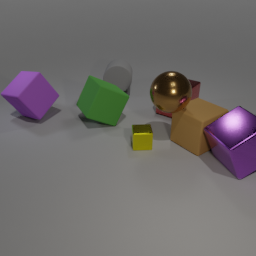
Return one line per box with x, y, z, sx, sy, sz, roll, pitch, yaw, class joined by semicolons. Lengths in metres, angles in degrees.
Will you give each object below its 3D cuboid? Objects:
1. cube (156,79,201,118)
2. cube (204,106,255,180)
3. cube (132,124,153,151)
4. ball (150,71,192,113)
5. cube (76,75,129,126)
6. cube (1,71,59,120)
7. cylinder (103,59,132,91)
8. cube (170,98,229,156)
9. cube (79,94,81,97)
2.201;-1.339;12.355;1.400;1.400;1.400;20;34;31;cube
3.478;0.436;8.743;1.400;1.400;1.400;-32;34;-2;cube
0.502;0.332;10.116;0.700;0.700;0.700;-2;29;-3;cube
1.429;-1.197;9.372;1.400;1.400;1.400;0;29;0;ball
-1.058;-1.119;11.506;1.400;1.400;1.400;17;17;-35;cube
-4.078;-1.386;11.740;1.400;1.400;1.400;12;59;39;cube
-0.486;-2.656;14.157;1.400;1.400;1.400;1;27;2;cylinder
2.536;-0.087;10.127;1.400;1.400;1.400;-21;35;-32;cube
-1.863;-1.589;13.312;0.700;0.700;0.700;25;26;-13;cube
